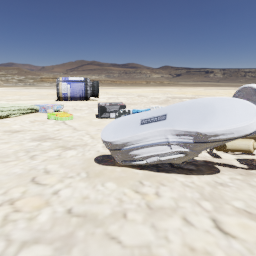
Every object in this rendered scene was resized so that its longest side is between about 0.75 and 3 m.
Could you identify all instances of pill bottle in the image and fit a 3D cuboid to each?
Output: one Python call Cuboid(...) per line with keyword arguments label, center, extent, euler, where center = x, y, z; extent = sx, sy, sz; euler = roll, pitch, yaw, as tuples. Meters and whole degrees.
Cuboid(label="pill bottle", center=(-3.019, -2.346, 16.957), extent=(2.513, 1.406, 1.406), euler=(0, 10, -9))
Cuboid(label="pill bottle", center=(3.584, -0.436, 6.352), extent=(2.326, 1.328, 1.328), euler=(-4, 11, -22))

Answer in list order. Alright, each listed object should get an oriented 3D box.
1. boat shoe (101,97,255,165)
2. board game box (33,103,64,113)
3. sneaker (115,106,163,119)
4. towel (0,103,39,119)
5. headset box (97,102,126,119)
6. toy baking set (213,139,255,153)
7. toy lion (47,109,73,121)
Cuboid(label="boat shoe", center=(0.707, 0.121, 4.023), extent=(2.226, 0.727, 0.819), euler=(-6, 36, 29))
Cuboid(label="board game box", center=(-3.135, -0.789, 11.281), extent=(1.004, 0.310, 1.004), euler=(-8, 14, -39))
Cuboid(label="sneaker", center=(0.586, -0.285, 7.594), extent=(1.766, 0.662, 0.765), euler=(4, 6, 22))
Cuboid(label="towel", center=(-4.670, -0.679, 10.288), extent=(1.786, 0.439, 2.408), euler=(2, 10, 19))
Cuboid(label="headset box", center=(-0.601, -0.652, 9.986), extent=(0.950, 0.493, 1.276), euler=(-1, 12, -7))
Cuboid(label="toy baking set", center=(1.766, 0.078, 4.586), extent=(1.683, 0.196, 1.291), euler=(-2, 19, 35))
Cuboid(label="toy lion", center=(-2.260, -0.399, 9.343), extent=(0.853, 0.293, 0.818), euler=(-3, 18, -13))
